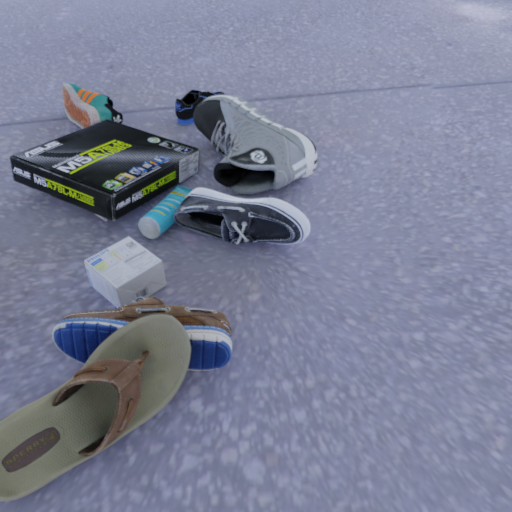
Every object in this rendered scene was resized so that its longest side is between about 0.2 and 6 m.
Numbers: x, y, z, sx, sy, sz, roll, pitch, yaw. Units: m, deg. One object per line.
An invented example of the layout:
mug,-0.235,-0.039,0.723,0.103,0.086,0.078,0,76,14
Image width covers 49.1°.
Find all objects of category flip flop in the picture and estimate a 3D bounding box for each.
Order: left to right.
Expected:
flip flop,-2.162,1.966,7.407,3.245,0.934,1.316,-33,93,-27

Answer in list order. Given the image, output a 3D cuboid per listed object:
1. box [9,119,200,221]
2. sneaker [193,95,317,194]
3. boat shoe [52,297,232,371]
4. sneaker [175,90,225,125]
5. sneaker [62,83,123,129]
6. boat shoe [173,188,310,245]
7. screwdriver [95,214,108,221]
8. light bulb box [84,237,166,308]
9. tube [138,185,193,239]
box,-3.244,-2.029,12.413,2.880,0.709,2.982,24,38,22
sneaker,-0.555,-2.491,12.713,3.573,1.340,2.063,29,49,28
boat shoe,-1.739,1.204,8.824,2.719,0.982,0.984,8,36,-6
sneaker,-1.463,-4.183,15.135,0.643,0.714,1.832,25,47,27
sneaker,-4.361,-3.910,14.811,0.979,0.874,2.449,-16,44,-33
boat shoe,-0.340,-0.631,10.844,2.728,0.979,0.925,16,44,20
screwdriver,-3.911,-1.210,11.965,2.304,0.321,0.335,33,22,36
light bulb box,-2.326,0.312,9.988,1.003,0.631,1.011,-33,50,-32
tube,-1.750,-0.992,11.690,0.743,0.483,1.918,21,35,11
